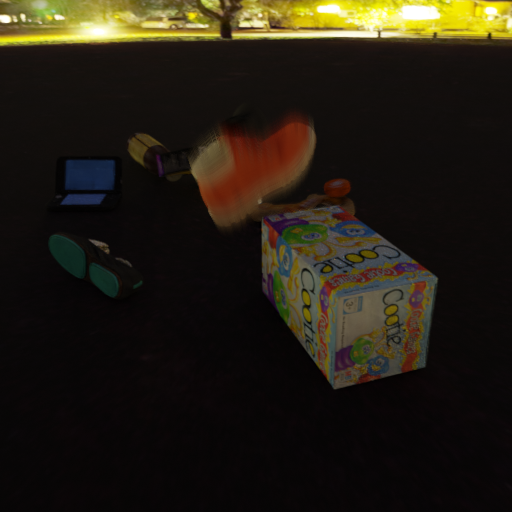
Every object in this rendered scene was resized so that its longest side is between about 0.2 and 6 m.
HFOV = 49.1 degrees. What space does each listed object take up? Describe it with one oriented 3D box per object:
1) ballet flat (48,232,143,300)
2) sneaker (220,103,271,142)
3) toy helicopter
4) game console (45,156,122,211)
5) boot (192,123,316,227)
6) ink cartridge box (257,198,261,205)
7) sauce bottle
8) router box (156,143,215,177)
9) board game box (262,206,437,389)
[{"bbox_3d":[-2.449,0.139,8.691,1.866,0.634,0.638,31,29,30],"label":"ballet flat"},{"bbox_3d":[-0.258,-2.435,11.074,0.871,1.041,2.294,-11,46,14],"label":"sneaker"},{"bbox_3d":[0.833,-0.779,10.553,2.002,0.790,1.324,0,34,20],"label":"toy helicopter"},{"bbox_3d":[-3.600,-1.524,11.743,1.431,0.833,1.258,-1,26,0],"label":"game console"},{"bbox_3d":[-0.005,-1.359,7.647,1.911,1.025,0.717,-42,41,-13],"label":"boot"},{"bbox_3d":[-0.501,-1.339,11.490,1.122,0.702,0.721,3,24,11],"label":"ink cartridge box"},{"bbox_3d":[-2.458,-2.374,13.591,0.724,0.724,2.238,-14,34,-27],"label":"sauce bottle"},{"bbox_3d":[-0.921,-2.170,12.528,1.566,0.536,2.100,-3,8,38],"label":"router box"},{"bbox_3d":[1.047,0.394,7.295,1.249,1.272,2.426,-9,27,-17],"label":"board game box"}]
